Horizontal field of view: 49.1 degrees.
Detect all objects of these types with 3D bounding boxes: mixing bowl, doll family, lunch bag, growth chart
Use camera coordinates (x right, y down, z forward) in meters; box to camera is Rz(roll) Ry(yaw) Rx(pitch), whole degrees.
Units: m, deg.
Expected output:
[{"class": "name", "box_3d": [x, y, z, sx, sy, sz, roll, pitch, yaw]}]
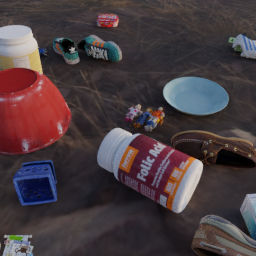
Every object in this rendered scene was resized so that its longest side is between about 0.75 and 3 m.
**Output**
[{"class": "mixing bowl", "box_3d": [-3.302, -0.800, 8.570, 2.966, 1.606, 2.966, 1, 42, -1]}, {"class": "doll family", "box_3d": [0.623, -0.326, 8.894, 1.402, 0.632, 0.870, 11, 47, 38]}, {"class": "lunch bag", "box_3d": [-1.090, -5.664, 14.886, 1.099, 0.450, 0.968, 3, 47, 4]}, {"class": "growth chart", "box_3d": [-2.315, 2.663, 5.822, 0.700, 0.086, 0.967, -3, 43, -5]}]

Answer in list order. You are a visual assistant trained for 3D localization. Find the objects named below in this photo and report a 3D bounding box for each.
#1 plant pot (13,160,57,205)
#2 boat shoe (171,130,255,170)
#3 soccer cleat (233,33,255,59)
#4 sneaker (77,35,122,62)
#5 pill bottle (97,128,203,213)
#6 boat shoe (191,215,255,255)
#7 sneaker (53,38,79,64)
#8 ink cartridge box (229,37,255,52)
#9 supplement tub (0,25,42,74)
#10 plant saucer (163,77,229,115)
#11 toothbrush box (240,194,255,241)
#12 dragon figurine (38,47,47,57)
[{"class": "plant pot", "box_3d": [-2.181, 1.267, 6.782, 0.858, 0.858, 0.771, -6, 30, -4]}, {"class": "boat shoe", "box_3d": [2.318, 0.625, 7.541, 2.295, 0.808, 0.807, 5, 39, 6]}, {"class": "soccer cleat", "box_3d": [5.440, -3.277, 12.130, 1.946, 0.840, 0.680, 41, 17, 14]}, {"class": "sneaker", "box_3d": [-1.252, -3.282, 11.981, 0.935, 0.836, 2.341, -34, 47, -26]}, {"class": "pill bottle", "box_3d": [0.490, 0.930, 6.813, 2.311, 1.319, 1.319, 24, 47, 24]}, {"class": "boat shoe", "box_3d": [2.346, 2.669, 5.269, 2.499, 0.946, 0.897, 23, 49, 36]}, {"class": "sneaker", "box_3d": [-2.737, -3.629, 12.260, 0.765, 0.857, 2.145, -23, 47, -24]}, {"class": "ink cartridge box", "box_3d": [5.210, -3.795, 12.824, 1.202, 0.356, 0.624, 15, 44, 16]}, {"class": "supplement tub", "box_3d": [-3.931, -2.496, 10.098, 1.449, 1.993, 1.449, 1, 40, -1]}, {"class": "plant saucer", "box_3d": [2.296, -1.022, 9.678, 2.200, 0.424, 2.200, 1, 43, 0]}, {"class": "toothbrush box", "box_3d": [2.863, 1.978, 6.176, 0.364, 0.624, 0.853, -4, 41, -4]}, {"class": "dragon figurine", "box_3d": [-3.836, -3.330, 12.368, 0.469, 0.277, 0.942, -11, 42, -12]}]
